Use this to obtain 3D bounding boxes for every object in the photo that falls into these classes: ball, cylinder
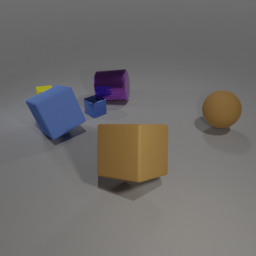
[{"bbox_3d":[3.489,-0.698,10.438,1.400,1.400,1.400,0,31,0],"label":"ball"},{"bbox_3d":[-0.717,-1.951,12.898,1.400,1.400,1.400,-2,30,10],"label":"cylinder"}]

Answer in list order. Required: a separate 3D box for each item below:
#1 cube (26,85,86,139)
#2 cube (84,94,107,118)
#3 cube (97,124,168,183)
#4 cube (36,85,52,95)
[{"bbox_3d":[-2.657,-0.630,10.311,1.400,1.400,1.400,-33,27,-24],"label":"cube"},{"bbox_3d":[-1.405,-0.940,12.057,0.700,0.700,0.700,-24,38,-34],"label":"cube"},{"bbox_3d":[0.144,0.594,7.572,1.400,1.400,1.400,1,1,38],"label":"cube"},{"bbox_3d":[-3.756,-1.474,12.796,0.700,0.700,0.700,-10,31,-25],"label":"cube"}]
